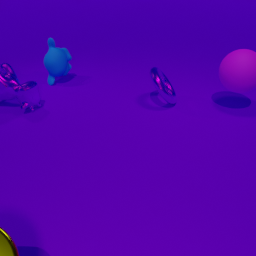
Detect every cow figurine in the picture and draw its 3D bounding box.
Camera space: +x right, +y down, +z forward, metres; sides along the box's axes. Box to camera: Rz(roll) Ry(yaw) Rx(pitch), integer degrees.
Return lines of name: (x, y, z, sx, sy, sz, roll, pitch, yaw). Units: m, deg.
cow figurine: (-3.551, -1.095, 8.522, 1.696, 1.669, 0.931, -24, 17, 29)

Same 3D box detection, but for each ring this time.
ring: (1.115, -1.326, 8.761, 0.265, 1.324, 1.324, -31, 21, 22)

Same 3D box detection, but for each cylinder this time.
cylinder: (-1.747, 1.671, 3.061, 1.099, 1.099, 1.099, 9, 57, -14)

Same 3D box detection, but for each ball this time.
ball: (3.291, -1.641, 8.134, 1.254, 1.254, 1.254, 0, 29, 0)

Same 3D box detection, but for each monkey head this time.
monkey head: (-2.756, -2.473, 10.412, 1.204, 1.674, 1.009, 16, 21, 31)
